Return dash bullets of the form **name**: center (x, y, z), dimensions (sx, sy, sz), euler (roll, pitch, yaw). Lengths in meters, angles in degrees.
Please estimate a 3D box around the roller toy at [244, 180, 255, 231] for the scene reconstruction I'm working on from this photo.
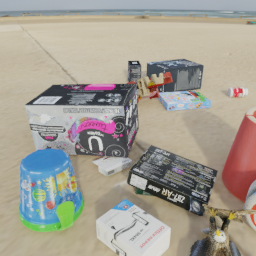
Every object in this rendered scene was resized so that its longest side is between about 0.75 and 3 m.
- **roller toy**: center (3.000, 1.632, 5.653), dimensions (1.159, 1.270, 0.888), euler (-11, 16, 36)

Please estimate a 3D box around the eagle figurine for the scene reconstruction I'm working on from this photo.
- **eagle figurine**: center (1.643, 2.177, 4.992), dimensions (1.199, 1.192, 1.580), euler (-29, 38, 44)

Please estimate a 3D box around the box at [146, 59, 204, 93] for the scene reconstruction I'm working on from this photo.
- **box**: center (2.355, -2.686, 14.336), dimensions (2.357, 1.262, 1.749), euler (-12, 28, -23)

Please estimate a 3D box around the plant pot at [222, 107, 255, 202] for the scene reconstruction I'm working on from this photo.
- **plant pot**: center (3.540, 0.604, 6.887), dimensions (2.169, 1.919, 2.169), euler (0, 27, 0)

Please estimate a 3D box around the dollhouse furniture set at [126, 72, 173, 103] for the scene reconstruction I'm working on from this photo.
- **dollhouse furniture set**: center (1.002, -1.649, 11.641), dimensions (1.259, 0.952, 2.340), euler (-16, 7, -27)

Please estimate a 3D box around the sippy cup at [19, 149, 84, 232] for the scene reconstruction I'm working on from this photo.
- **sippy cup**: center (-1.734, 1.252, 6.148), dimensions (1.880, 1.378, 1.476), euler (11, 29, 20)

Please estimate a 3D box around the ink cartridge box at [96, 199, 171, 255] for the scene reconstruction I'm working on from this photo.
- **ink cartridge box**: center (0.104, 2.057, 5.490), dimensions (1.216, 0.513, 0.888), euler (22, 33, 37)

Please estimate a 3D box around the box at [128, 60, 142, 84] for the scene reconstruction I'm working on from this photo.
- **box**: center (0.343, -2.980, 15.147), dimensions (0.618, 1.082, 1.188), euler (-2, 26, -5)

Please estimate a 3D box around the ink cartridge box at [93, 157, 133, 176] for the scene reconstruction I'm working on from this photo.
- **ink cartridge box**: center (-0.451, 1.022, 7.976), dimensions (0.900, 0.196, 0.782), euler (-18, 22, -33)

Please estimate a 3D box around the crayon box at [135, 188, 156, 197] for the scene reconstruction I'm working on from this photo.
- **crayon box**: center (0.516, 1.316, 7.204), dimensions (0.652, 0.261, 1.027), euler (7, 26, -3)

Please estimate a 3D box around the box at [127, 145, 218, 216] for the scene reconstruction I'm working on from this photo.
- **box**: center (1.129, 1.198, 6.892), dimensions (1.894, 0.412, 1.517), euler (20, 27, 17)

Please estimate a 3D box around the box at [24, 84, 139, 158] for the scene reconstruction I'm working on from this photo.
- **box**: center (-1.290, -0.277, 8.776), dimensions (2.979, 1.709, 1.969), euler (1, 27, 13)

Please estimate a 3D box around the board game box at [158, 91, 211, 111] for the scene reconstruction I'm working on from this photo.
- **board game box**: center (2.445, -1.231, 12.396), dimensions (1.933, 0.354, 1.462), euler (-6, 27, -10)

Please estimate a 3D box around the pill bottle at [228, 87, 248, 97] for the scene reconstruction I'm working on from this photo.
- **pill bottle**: center (5.178, -1.684, 13.196), dimensions (0.832, 0.467, 0.467), euler (-1, 26, -1)
